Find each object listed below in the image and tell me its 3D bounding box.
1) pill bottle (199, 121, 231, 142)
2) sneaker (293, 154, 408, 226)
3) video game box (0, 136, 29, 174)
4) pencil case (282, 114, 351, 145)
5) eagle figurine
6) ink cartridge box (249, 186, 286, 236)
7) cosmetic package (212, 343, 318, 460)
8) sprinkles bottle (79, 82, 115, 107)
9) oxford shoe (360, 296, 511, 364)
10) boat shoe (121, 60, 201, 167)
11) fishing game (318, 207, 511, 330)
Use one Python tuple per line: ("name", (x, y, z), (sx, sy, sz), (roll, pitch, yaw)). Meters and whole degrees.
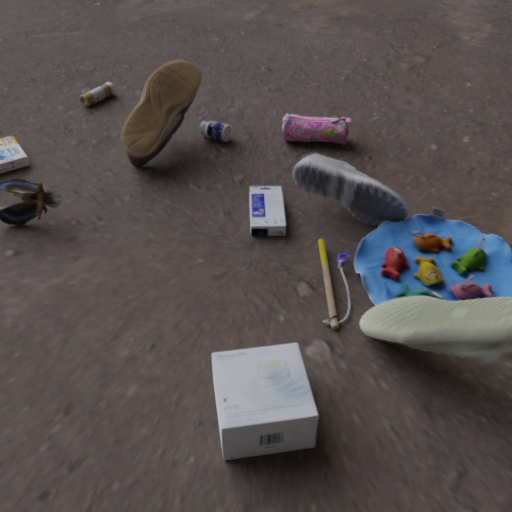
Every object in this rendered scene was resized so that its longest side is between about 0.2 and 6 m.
("pill bottle", (-0.918, -2.795, 12.503), (0.646, 0.387, 0.387), (17, 44, 21))
("sneaker", (1.797, -1.319, 10.169), (2.180, 0.815, 0.894), (29, 42, 3))
("video game box", (-5.442, -2.086, 11.783), (0.996, 0.256, 1.094), (-22, 45, -27))
("pencil case", (1.317, -2.800, 12.326), (1.483, 0.648, 0.648), (5, 41, 7))
("eagle figurine", (-4.107, -1.016, 9.990), (1.019, 0.769, 0.773), (-5, 40, 34))
("ink cartridge box", (0.196, -0.850, 10.347), (0.639, 0.252, 1.284), (-1, 42, 0))
("cosmetic package", (0.075, 1.770, 6.955), (1.139, 0.703, 1.143), (-6, 40, -7))
("sprinkles bottle", (-3.953, -4.026, 13.978), (0.320, 0.320, 0.937), (24, 46, 25))
("oxford shoe", (2.460, 0.997, 7.386), (2.447, 0.707, 0.920), (-4, 32, 44))
("boat shoe", (-2.037, -3.060, 11.969), (0.996, 0.897, 2.769), (25, 61, -4))
("fishing game", (2.930, 0.118, 8.913), (3.831, 0.596, 2.743), (0, 44, 4))
